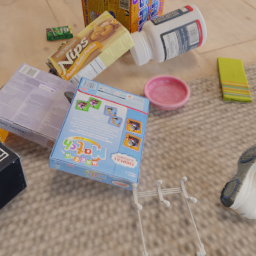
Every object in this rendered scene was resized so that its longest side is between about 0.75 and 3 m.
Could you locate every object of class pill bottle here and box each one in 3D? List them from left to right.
[{"bbox_3d":[1.364,-3.318,10.287,2.601,1.556,1.556,-22,53,-3],"label":"pill bottle"}]

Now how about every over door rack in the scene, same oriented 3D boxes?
[{"bbox_3d":[0.897,2.050,6.359,1.392,0.627,1.884,-5,59,-6],"label":"over door rack"}]

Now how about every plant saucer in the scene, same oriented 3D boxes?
[{"bbox_3d":[1.268,-1.143,9.331,1.525,0.386,1.525,1,50,-1],"label":"plant saucer"}]

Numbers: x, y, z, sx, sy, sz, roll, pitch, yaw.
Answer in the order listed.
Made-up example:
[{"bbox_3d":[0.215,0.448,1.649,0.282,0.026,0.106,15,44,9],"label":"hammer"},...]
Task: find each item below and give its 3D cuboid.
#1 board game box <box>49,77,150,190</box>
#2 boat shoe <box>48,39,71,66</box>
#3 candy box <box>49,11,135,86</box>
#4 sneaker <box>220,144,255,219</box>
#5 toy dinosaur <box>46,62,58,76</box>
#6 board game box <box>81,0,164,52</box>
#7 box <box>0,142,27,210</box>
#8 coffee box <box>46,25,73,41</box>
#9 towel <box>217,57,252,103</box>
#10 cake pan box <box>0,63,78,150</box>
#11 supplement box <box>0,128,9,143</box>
[{"bbox_3d":[-0.645,0.037,7.858,2.260,0.547,2.987,18,50,-8],"label":"board game box"},{"bbox_3d":[-2.403,-3.012,10.752,0.638,0.583,1.706,33,57,24],"label":"boat shoe"},{"bbox_3d":[-1.286,-2.650,9.700,2.674,0.740,1.544,-39,56,2],"label":"candy box"},{"bbox_3d":[3.198,1.229,7.003,0.965,0.825,2.215,39,76,-5],"label":"sneaker"},{"bbox_3d":[-2.648,-1.781,9.981,1.076,0.565,0.977,40,31,-19],"label":"toy dinosaur"},{"bbox_3d":[-0.162,-5.020,11.208,2.431,2.433,2.432,28,55,21],"label":"board game box"},{"bbox_3d":[-4.177,1.142,6.498,2.442,1.517,2.461,33,52,17],"label":"box"},{"bbox_3d":[-2.884,-4.011,11.809,1.078,0.237,0.663,-9,51,-8],"label":"coffee box"},{"bbox_3d":[3.751,-1.758,9.996,0.984,0.206,2.286,8,50,0],"label":"towel"},{"bbox_3d":[-2.644,-0.692,8.354,2.435,0.637,2.242,22,49,-6],"label":"cake pan box"},{"bbox_3d":[-4.400,-0.220,8.391,1.693,0.622,1.067,9,51,4],"label":"supplement box"}]
